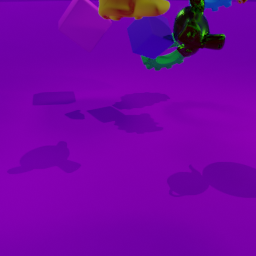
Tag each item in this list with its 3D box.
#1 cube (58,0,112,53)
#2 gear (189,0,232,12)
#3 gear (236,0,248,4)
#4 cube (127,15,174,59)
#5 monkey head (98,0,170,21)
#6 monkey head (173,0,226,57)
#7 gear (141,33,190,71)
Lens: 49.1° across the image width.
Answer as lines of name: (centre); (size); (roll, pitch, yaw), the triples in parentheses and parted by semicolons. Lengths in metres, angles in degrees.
cube: (-1.450, -3.488, 9.262); (1.231, 1.231, 1.231); (31, 20, -29)
gear: (2.649, -4.343, 8.660); (1.741, 0.322, 1.741); (5, -18, 2)
gear: (2.356, -3.466, 6.447); (0.241, 1.303, 1.303); (-38, 21, 18)
cube: (0.635, -2.647, 7.998); (0.881, 0.881, 0.881); (5, -25, -40)
monkey head: (0.050, -2.419, 4.707); (1.329, 1.114, 1.848); (16, 33, 32)
monkey head: (1.834, -2.510, 7.267); (1.335, 1.856, 1.118); (7, 61, 11)
gear: (1.350, -2.560, 9.379); (1.805, 1.805, 0.334); (-10, 72, -19)
